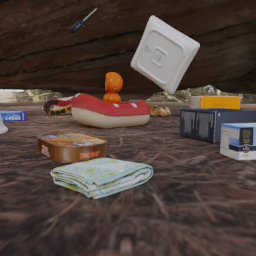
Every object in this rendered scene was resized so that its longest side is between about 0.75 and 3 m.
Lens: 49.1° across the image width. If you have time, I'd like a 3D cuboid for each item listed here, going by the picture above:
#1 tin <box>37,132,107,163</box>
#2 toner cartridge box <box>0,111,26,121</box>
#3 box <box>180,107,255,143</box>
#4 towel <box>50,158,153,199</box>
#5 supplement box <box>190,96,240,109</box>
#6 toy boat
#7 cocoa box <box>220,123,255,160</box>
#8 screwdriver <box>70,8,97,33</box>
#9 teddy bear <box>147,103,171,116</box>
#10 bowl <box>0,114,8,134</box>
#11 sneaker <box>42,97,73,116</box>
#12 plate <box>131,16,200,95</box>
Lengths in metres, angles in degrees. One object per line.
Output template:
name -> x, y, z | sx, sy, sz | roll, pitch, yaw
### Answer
tin -> -1.054, 0.325, 5.184 | 0.985, 0.368, 1.759 | -9, 10, -32
toner cartridge box -> -5.450, -0.516, 12.103 | 1.848, 0.399, 0.878 | -1, 7, -11
box -> 2.277, -0.119, 7.151 | 1.426, 0.742, 1.299 | -3, 7, -26
towel -> -0.319, 0.564, 3.469 | 0.861, 0.242, 1.006 | 7, 10, 44
supplement box -> 4.206, -1.062, 13.941 | 1.805, 1.053, 2.864 | 0, 7, 4
toy boat -> -0.592, -1.019, 9.928 | 2.889, 1.889, 1.885 | -5, 8, -38
cocoa box -> 2.184, 0.215, 4.980 | 0.883, 0.579, 0.589 | -2, 7, -13
screwdriver -> -1.590, -4.069, 10.536 | 0.284, 0.272, 1.952 | 36, 51, -1
teddy bear -> 1.207, -0.938, 15.155 | 2.223, 0.742, 1.612 | 9, 16, 12
bowl -> -4.968, -0.465, 7.814 | 2.919, 1.312, 2.919 | -1, 6, 0
sneaker -> -3.287, -1.287, 15.614 | 2.931, 1.141, 1.204 | -2, 6, -23
plate -> 1.425, -3.117, 12.247 | 2.587, 2.582, 0.418 | 39, 38, 17
